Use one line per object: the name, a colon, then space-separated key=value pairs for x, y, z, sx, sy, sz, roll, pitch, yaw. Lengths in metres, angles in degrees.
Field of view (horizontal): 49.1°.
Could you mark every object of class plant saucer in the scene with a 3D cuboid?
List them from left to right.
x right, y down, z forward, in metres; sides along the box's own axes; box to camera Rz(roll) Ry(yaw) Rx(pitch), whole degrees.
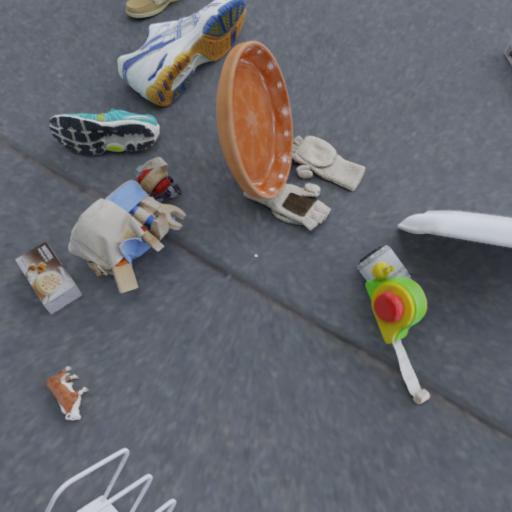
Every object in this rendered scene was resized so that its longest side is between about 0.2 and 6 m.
plant saucer: x=-0.015 y=-2.343 z=9.878 sx=0.433 sy=2.685 sz=2.685 roll=0 pitch=59 yaw=24

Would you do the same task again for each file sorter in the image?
file sorter: x=-1.595 y=3.741 z=7.049 sx=2.064 sy=1.432 sz=1.285 roll=37 pitch=112 yaw=21

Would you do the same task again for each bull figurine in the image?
bull figurine: x=-2.969 y=2.184 z=8.882 sx=0.521 sy=0.279 sz=0.857 roll=-38 pitch=69 yaw=-21

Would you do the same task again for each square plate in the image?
square plate: x=3.990 y=-0.364 z=8.911 sx=2.986 sy=3.014 sz=0.429 roll=7 pitch=95 yaw=4

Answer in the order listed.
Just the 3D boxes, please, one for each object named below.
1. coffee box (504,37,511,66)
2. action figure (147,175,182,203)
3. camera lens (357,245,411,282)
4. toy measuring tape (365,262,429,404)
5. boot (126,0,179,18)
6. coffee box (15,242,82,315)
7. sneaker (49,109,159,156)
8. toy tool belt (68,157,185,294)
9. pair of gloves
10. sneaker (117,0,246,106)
coffee box: x=6.152 y=-4.226 z=12.259 sx=0.782 sy=0.545 sz=1.368 roll=-11 pitch=62 yaw=-6
action figure: x=-1.940 y=-1.084 z=10.659 sx=1.033 sy=0.358 sz=0.672 roll=-37 pitch=74 yaw=-14
camera lens: x=2.201 y=0.282 z=9.640 sx=0.659 sy=0.659 sz=0.824 roll=-33 pitch=83 yaw=-17
toy measuring tape: x=2.407 y=1.150 z=8.762 sx=0.847 sy=0.847 sz=2.301 roll=-19 pitch=84 yaw=-10
boot: x=-2.318 y=-6.494 z=12.989 sx=1.872 sy=1.455 sz=0.681 roll=-34 pitch=66 yaw=-17
coffee box: x=-3.621 y=0.379 z=9.779 sx=0.628 sy=0.437 sz=1.097 roll=-33 pitch=66 yaw=-17
sneaker: x=-3.045 y=-2.553 z=11.340 sx=2.166 sy=0.839 sz=0.863 roll=3 pitch=41 yaw=-3
toy tool belt: x=-2.023 y=-0.507 z=9.869 sx=1.436 sy=1.459 sz=2.336 roll=43 pitch=57 yaw=-2
pair of gloves: x=0.964 y=-1.498 z=10.871 sx=1.712 sy=0.353 sz=2.014 roll=34 pitch=66 yaw=18
sneaker: x=-1.601 y=-4.777 z=12.164 sx=1.472 sy=1.257 sz=3.341 roll=34 pitch=66 yaw=17
